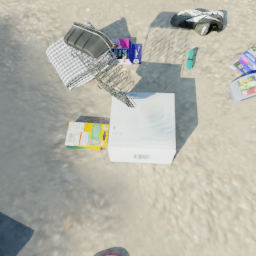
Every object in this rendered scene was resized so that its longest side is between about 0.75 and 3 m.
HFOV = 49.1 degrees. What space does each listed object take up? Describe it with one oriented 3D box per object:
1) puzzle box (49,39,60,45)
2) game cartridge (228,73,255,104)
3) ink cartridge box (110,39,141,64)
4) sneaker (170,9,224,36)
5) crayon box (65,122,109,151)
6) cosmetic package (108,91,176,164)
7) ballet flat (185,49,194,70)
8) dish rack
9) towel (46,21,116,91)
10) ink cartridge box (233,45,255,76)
[{"bbox_3d":[-2.841,-3.388,12.242,0.811,0.155,1.219,-26,67,-12],"label":"puzzle box"},{"bbox_3d":[4.753,-1.614,11.034,1.437,0.294,0.957,-20,59,20],"label":"game cartridge"},{"bbox_3d":[-0.596,-3.298,12.065,2.322,0.431,1.100,2,68,-1],"label":"ink cartridge box"},{"bbox_3d":[3.138,-4.638,12.465,2.440,0.811,1.104,-2,62,-3],"label":"sneaker"},{"bbox_3d":[-1.481,0.311,10.382,1.512,0.390,0.951,4,65,3],"label":"crayon box"},{"bbox_3d":[0.504,-0.028,10.000,2.230,1.375,2.237,2,63,1],"label":"cosmetic package"},{"bbox_3d":[2.591,-2.865,11.886,0.312,0.327,0.928,13,80,-14],"label":"ballet flat"},{"bbox_3d":[-0.701,-1.784,8.508,0.750,2.750,2.109,-45,43,-6],"label":"dish rack"},{"bbox_3d":[-1.896,-2.902,11.226,2.334,0.999,1.933,-34,75,1],"label":"towel"},{"bbox_3d":[5.845,-2.925,11.861,2.449,0.514,1.461,-34,69,-13],"label":"ink cartridge box"}]
